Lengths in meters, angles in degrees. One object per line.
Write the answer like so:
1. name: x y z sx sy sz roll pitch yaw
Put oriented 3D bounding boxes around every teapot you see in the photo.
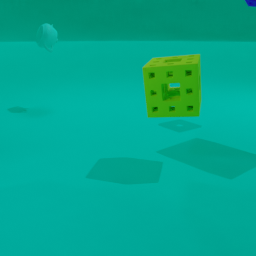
1. teapot: -2.523 -2.891 8.851 0.609 1.245 0.774 12 -34 -38

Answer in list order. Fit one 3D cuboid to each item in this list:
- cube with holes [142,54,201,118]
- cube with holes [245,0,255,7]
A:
1. cube with holes: 0.808 -0.744 4.883 0.865 0.865 0.865 -1 23 17
2. cube with holes: 3.337 -3.520 6.824 0.778 0.778 0.778 25 6 -44
